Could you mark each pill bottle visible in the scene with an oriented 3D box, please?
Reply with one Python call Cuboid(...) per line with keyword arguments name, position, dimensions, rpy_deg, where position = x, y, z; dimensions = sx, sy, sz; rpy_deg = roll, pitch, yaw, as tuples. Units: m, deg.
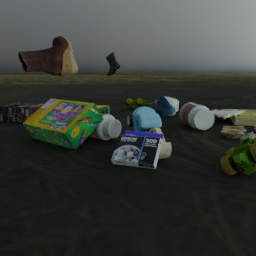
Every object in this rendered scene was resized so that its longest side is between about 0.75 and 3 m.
Cuboid(name="pill bottle", position=(-1.050, -0.084, 10.081), dimensions=(1.684, 0.920, 0.920), rpy_deg=(11, 16, 41))
Cuboid(name="pill bottle", position=(2.913, -0.500, 11.886), dimensions=(1.008, 1.008, 1.766), rpy_deg=(-1, 12, -6))

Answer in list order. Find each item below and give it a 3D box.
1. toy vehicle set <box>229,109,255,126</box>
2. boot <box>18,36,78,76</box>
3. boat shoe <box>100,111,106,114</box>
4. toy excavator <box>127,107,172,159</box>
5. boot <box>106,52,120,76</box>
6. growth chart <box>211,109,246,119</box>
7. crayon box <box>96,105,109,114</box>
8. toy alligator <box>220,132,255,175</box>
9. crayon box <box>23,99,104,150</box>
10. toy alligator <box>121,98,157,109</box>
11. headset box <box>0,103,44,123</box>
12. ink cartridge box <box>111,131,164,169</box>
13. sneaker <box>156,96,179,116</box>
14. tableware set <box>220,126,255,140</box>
Cuboid(name="toy vehicle set", position=(5.957, -0.540, 13.648), dimensions=(1.730, 0.369, 2.784), rpy_deg=(3, 12, 13))
Cuboid(name="boot", position=(-2.206, -2.019, 7.517), dimensions=(1.393, 0.606, 1.674), rpy_deg=(-3, 47, -32))
Cuboid(name="boat shoe", position=(-1.554, -0.342, 12.068), dimensions=(0.695, 0.627, 1.934), rpy_deg=(7, 13, 29))
Cuboid(name="toy excavator", position=(0.681, 0.117, 8.584), dimensions=(0.979, 1.906, 1.960), rpy_deg=(-2, -16, -13))
Cuboid(name="boot", position=(-0.941, -3.494, 15.329), dimensions=(1.092, 0.951, 0.378), rpy_deg=(-38, -13, 30))
Cuboid(name="growth chart", position=(4.377, -0.722, 13.848), dimensions=(1.926, 0.236, 2.662), rpy_deg=(-12, 9, -29))
Cuboid(name="crayon box", position=(-1.955, -0.851, 14.675), dimensions=(1.914, 0.558, 1.137), rpy_deg=(0, 12, -1))
Cuboid(name="toy alligator", position=(3.084, 0.660, 7.085), dimensions=(0.936, 0.678, 2.823), rpy_deg=(-31, -6, 32))
Cuboid(name="crayon box", position=(-2.260, -0.218, 9.578), dimensions=(2.512, 0.732, 1.492), rpy_deg=(10, 48, 40))
Cuboid(name="toy alligator", position=(0.777, -1.453, 17.558), dimensions=(2.401, 0.577, 0.796), rpy_deg=(0, -20, 3))
Cuboid(name="headset box", position=(-5.062, -0.746, 13.622), dimensions=(2.048, 0.791, 1.524), rpy_deg=(3, 12, 9))
Cuboid(name="ink cartridge box", position=(0.278, 0.488, 7.445), dimensions=(1.162, 0.254, 1.173), rpy_deg=(4, 50, 19))
Cuboid(name="sneaker", position=(2.349, -1.279, 15.638), dimensions=(1.122, 1.063, 2.778), rpy_deg=(2, 14, -5))
Cuboid(name="tableware set", position=(4.532, 0.158, 10.529), dimensions=(1.991, 0.277, 2.384), rpy_deg=(6, 12, 23))
